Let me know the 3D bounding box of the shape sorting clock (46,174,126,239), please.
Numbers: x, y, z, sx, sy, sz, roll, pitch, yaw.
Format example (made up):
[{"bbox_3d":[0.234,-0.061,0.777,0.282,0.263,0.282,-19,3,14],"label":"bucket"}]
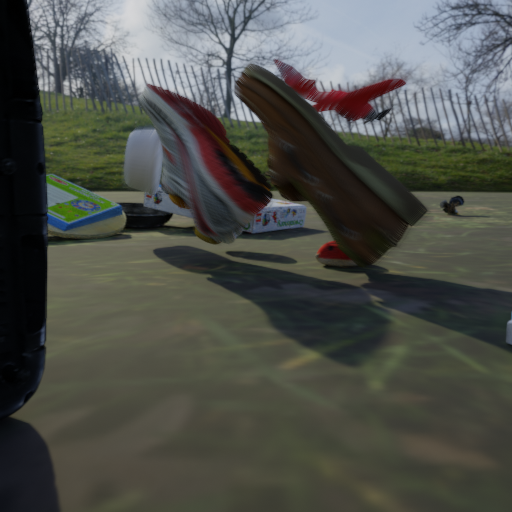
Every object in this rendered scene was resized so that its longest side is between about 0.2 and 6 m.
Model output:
[{"bbox_3d":[-3.975,-0.946,11.225,2.708,0.531,2.708,14,24,-7],"label":"shape sorting clock"}]

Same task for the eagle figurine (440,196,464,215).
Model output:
[{"bbox_3d":[6.059,-1.503,17.293,0.614,0.610,0.809,-7,14,30],"label":"eagle figurine"}]

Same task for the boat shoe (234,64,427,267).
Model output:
[{"bbox_3d":[0.598,-1.256,7.261,3.319,1.128,1.194,49,13,29],"label":"boat shoe"}]

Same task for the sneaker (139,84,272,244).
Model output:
[{"bbox_3d":[-1.062,-1.446,8.315,1.196,1.262,3.073,13,36,-48],"label":"sneaker"}]

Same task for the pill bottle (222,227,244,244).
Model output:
[{"bbox_3d":[-0.381,-0.596,9.044,0.449,0.449,0.805,3,48,20],"label":"pill bottle"}]

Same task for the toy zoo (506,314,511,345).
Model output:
[{"bbox_3d":[2.459,0.550,3.691,1.061,0.165,1.617,-6,10,-34],"label":"toy zoo"}]

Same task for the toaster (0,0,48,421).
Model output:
[{"bbox_3d":[-2.104,-0.372,2.147,1.578,2.405,2.660,5,10,35],"label":"toaster"}]

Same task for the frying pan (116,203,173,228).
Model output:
[{"bbox_3d":[-3.085,-0.892,12.621,1.925,0.518,3.183,9,14,20],"label":"frying pan"}]

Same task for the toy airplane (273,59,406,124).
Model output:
[{"bbox_3d":[1.358,-2.882,10.168,2.601,0.478,2.601,10,-5,1],"label":"toy airplane"}]

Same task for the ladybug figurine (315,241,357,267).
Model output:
[{"bbox_3d":[1.132,-0.042,7.348,0.748,0.269,0.508,-4,22,-19],"label":"ladybug figurine"}]

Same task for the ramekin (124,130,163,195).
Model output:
[{"bbox_3d":[-2.158,-1.842,10.787,0.586,1.259,1.259,8,7,-5],"label":"ramekin"}]

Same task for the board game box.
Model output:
[{"bbox_3d":[-0.738,-1.146,12.900,3.219,0.557,2.032,16,15,34],"label":"board game box"}]
